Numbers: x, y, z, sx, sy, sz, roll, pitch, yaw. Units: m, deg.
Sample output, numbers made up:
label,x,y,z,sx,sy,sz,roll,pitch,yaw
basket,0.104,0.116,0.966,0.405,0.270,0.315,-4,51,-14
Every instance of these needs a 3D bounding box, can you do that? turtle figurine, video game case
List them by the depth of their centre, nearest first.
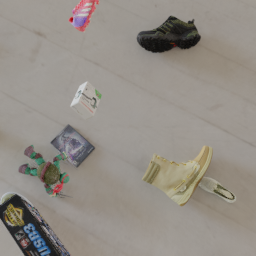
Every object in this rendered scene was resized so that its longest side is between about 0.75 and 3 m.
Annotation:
label,x,y,z,sx,sy,sz,roll,pitch,yaw
turtle figurine,-2.730,1.524,9.902,2.214,1.115,1.658,23,79,12
video game case,-2.091,0.661,10.599,1.409,0.134,1.007,41,79,9

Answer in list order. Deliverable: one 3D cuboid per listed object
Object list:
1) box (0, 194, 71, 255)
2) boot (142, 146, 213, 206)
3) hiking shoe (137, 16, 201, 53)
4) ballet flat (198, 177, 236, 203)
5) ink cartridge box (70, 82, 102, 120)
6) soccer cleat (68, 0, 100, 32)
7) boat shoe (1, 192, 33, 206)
label,x,y,z,sx,sy,sz,roll,pitch,yaw
box,-1.918,2.917,6.696,0.631,2.519,2.538,-36,76,-21
boot,1.785,1.314,10.069,1.851,0.867,2.381,32,81,8
hiking shoe,1.584,-3.890,11.465,2.615,0.990,1.316,-4,66,-10
ballet flat,3.213,2.175,10.020,1.470,0.511,0.511,30,77,8
ink cartridge box,-1.175,-0.772,7.971,0.639,0.368,0.875,43,44,-31
soccer cleat,-1.322,-3.503,8.311,0.648,1.696,0.566,28,66,-13
boat shoe,-3.523,3.227,9.577,0.918,0.791,2.549,-40,79,-10
